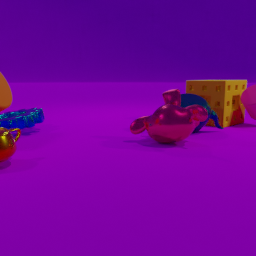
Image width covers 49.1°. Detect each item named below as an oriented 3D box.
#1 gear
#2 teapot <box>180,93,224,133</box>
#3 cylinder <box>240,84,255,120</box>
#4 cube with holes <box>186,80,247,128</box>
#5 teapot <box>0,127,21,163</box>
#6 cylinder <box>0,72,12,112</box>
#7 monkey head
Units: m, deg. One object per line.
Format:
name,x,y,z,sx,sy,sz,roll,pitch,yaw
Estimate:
gear,-2.982,-0.180,7.135,1.616,0.299,1.616,-8,15,2
teapot,1.600,-0.314,7.169,1.781,0.872,1.107,9,39,9
cylinder,3.678,-0.719,7.899,0.748,0.748,0.748,13,-25,52
cube with holes,2.660,-0.799,8.521,1.292,1.292,1.292,-10,14,-42
teapot,-2.104,0.222,4.255,0.695,0.547,1.117,15,22,29
cylinder,-2.994,-0.625,5.331,1.070,1.070,1.070,-26,6,10
monkey head,0.888,-0.280,5.911,1.662,1.195,1.001,-12,-8,27
